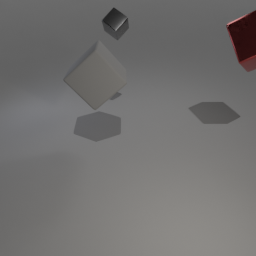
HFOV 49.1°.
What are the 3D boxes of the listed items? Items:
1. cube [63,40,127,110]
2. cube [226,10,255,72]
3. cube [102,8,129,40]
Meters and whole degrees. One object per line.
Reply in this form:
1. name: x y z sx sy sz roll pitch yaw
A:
1. cube: -1.006 -1.722 9.056 1.400 1.400 1.400 -38 23 18
2. cube: 4.233 -2.847 9.095 1.400 1.400 1.400 -21 -13 31
3. cube: -0.458 -3.868 10.446 0.700 0.700 0.700 39 83 11
